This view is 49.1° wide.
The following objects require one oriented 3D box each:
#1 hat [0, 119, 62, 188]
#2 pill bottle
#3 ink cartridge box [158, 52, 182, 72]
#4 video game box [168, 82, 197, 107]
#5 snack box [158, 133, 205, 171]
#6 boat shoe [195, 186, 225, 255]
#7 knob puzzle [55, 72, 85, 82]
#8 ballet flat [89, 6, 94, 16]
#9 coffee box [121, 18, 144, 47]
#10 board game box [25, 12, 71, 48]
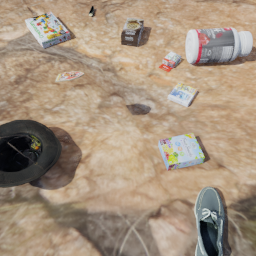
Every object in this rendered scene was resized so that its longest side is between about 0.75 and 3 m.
[{"bbox_3d":[-3.765,1.053,9.522,2.924,1.180,2.924,10,44,-9],"label":"hat"},{"bbox_3d":[4.226,-3.866,13.126,2.786,1.542,1.542,-4,52,-2],"label":"pill bottle"},{"bbox_3d":[2.002,-3.161,13.362,0.616,0.285,1.130,31,57,22],"label":"ink cartridge box"},{"bbox_3d":[2.353,-1.450,12.065,0.934,0.240,1.026,27,57,16],"label":"video game box"},{"bbox_3d":[1.909,0.842,10.129,1.347,0.456,1.136,-11,52,-10],"label":"snack box"},{"bbox_3d":[2.489,2.835,8.347,0.941,0.798,2.584,10,53,8],"label":"boat shoe"},{"bbox_3d":[-1.791,-1.654,8.698,0.949,0.132,0.949,-7,27,3],"label":"knob puzzle"},{"bbox_3d":[-2.123,-6.737,16.181,0.304,0.260,0.914,1,52,1],"label":"ballet flat"},{"bbox_3d":[0.239,-5.000,14.578,0.907,0.641,1.605,9,53,7],"label":"coffee box"},{"bbox_3d":[-4.290,-5.256,14.910,1.540,0.422,2.439,-28,57,-19],"label":"board game box"}]
